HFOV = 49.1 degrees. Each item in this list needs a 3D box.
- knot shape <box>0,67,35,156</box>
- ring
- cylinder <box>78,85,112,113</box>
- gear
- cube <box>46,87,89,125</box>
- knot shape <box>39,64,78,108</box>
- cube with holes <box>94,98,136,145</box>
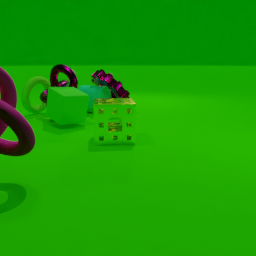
[{"bbox_3d":[-2.400,-0.274,4.593,1.753,1.640,0.810,2,10,-7],"label":"knot shape"},{"bbox_3d":[-3.569,-1.294,11.026,0.298,1.490,1.490,18,20,26],"label":"ring"},{"bbox_3d":[-1.386,-1.172,11.400,1.094,1.094,1.094,5,15,22],"label":"cylinder"},{"bbox_3d":[-0.661,-1.521,11.416,0.363,1.964,1.964,-48,32,-14],"label":"gear"},{"bbox_3d":[-1.988,-0.743,9.174,0.967,0.967,0.967,-8,28,-44],"label":"cube"},{"bbox_3d":[-2.565,-1.191,10.155,0.899,1.820,1.945,18,-29,-29],"label":"knot shape"},{"bbox_3d":[-0.381,-0.209,7.611,1.061,1.061,1.061,-1,14,-6],"label":"cube with holes"}]
